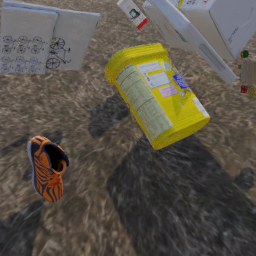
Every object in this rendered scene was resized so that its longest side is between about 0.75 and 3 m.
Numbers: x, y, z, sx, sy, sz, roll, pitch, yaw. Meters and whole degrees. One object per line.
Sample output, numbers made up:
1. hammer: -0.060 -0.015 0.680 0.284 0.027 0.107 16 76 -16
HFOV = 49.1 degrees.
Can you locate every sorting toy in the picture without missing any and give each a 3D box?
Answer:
1. sorting toy: 3.513 -1.579 8.233 0.636 1.320 0.223 1 2 -24

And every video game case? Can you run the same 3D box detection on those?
1. video game case: 1.131 -2.063 5.794 2.091 0.272 2.297 24 30 -46

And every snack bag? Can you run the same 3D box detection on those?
1. snack bag: -1.915 -2.019 6.780 2.187 2.062 0.234 -5 61 -29

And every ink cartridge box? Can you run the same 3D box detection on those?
1. ink cartridge box: 2.373 -3.718 8.614 2.062 2.052 2.811 -54 42 -3
2. ink cartridge box: 0.265 -4.358 10.815 0.498 1.482 0.861 -41 25 14

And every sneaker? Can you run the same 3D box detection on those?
1. sneaker: -1.114 0.679 4.084 0.622 1.111 0.431 12 33 44

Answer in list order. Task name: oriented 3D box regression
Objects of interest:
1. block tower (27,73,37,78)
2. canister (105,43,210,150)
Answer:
1. block tower: -2.871 -1.891 9.012 0.827 0.223 0.239 -37 9 -38
2. canister: 0.458 -0.508 4.330 1.097 0.639 1.477 -20 71 -33
